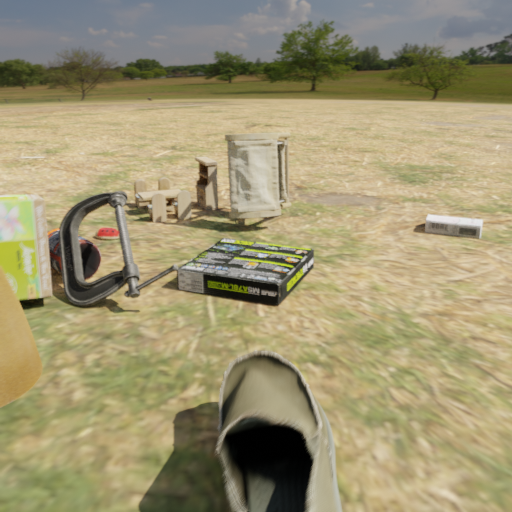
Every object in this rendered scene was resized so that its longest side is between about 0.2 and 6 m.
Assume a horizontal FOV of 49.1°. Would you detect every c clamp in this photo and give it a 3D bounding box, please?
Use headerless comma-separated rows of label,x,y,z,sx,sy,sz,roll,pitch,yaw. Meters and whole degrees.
c clamp,-2.203,-0.167,8.509,1.877,0.298,2.197,-32,58,12

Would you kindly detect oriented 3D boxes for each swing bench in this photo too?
swing bench,0.087,-1.782,12.123,1.123,1.721,1.731,1,13,12

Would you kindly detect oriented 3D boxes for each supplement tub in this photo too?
supplement tub,-3.244,-0.069,9.548,0.710,0.710,1.328,-17,26,-39

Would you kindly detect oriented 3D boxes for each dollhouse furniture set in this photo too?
dollhouse furniture set,-1.867,-1.645,13.244,1.802,1.173,1.655,-9,21,-23

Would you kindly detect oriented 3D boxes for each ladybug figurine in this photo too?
ladybug figurine,-3.010,-0.455,11.365,0.551,0.198,0.374,5,20,13

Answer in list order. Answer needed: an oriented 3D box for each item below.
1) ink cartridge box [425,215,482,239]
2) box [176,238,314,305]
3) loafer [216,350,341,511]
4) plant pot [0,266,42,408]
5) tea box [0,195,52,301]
ink cartridge box,4.266,-0.748,12.027,1.103,0.387,1.358,8,25,21
box,-0.133,0.204,9.229,1.780,0.423,1.719,7,19,21
loafer,0.182,1.482,4.458,0.968,0.897,2.576,-15,27,-3
plant pot,-3.269,0.639,6.125,1.577,1.692,1.577,0,19,0
tea box,-3.804,-0.117,8.143,1.437,1.460,0.976,-7,12,-26
